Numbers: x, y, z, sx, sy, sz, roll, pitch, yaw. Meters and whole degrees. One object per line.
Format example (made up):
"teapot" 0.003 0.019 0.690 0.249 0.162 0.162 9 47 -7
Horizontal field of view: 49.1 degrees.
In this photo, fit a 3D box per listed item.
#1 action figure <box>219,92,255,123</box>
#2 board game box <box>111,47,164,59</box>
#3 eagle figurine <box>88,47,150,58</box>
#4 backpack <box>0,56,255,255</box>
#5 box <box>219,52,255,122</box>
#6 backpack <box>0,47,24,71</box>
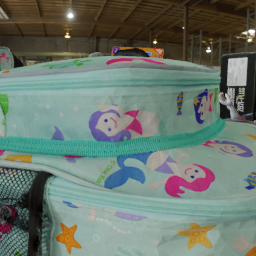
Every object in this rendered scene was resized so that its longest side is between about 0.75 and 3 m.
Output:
"action figure" 3.152 0.014 6.378 2.691 2.004 1.802 -33 39 -29
"board game box" 0.395 -2.120 13.269 2.341 2.343 2.341 4 -28 6
"eagle figurine" -0.261 -1.716 8.567 1.374 1.367 1.811 12 29 26
"backpack" 0.041 0.363 2.374 2.493 1.877 2.214 11 14 28
"box" 3.576 -0.847 7.995 1.965 2.399 1.033 -7 11 -39
"backpack" -4.152 -0.733 7.046 2.833 2.515 2.133 -4 3 -2
